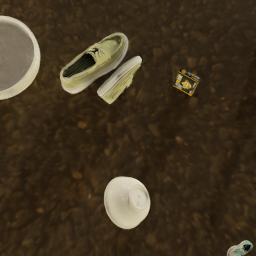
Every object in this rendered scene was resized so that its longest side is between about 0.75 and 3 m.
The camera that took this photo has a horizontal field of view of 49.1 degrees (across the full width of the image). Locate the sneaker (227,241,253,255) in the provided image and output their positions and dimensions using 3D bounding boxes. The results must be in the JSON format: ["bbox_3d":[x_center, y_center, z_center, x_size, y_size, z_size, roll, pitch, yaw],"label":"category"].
[{"bbox_3d":[3.305,3.619,8.281,0.846,0.365,0.328,-32,76,-9],"label":"sneaker"}]

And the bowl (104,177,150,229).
[{"bbox_3d":[0.118,1.982,7.769,1.476,0.663,1.476,23,52,-33],"label":"bowl"}]

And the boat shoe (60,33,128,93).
[{"bbox_3d":[-1.104,-2.352,9.742,1.061,0.914,2.947,42,78,11],"label":"boat shoe"}]

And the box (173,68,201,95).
[{"bbox_3d":[1.977,-1.562,9.501,0.750,0.940,0.232,33,72,9],"label":"box"}]

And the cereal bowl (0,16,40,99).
[{"bbox_3d":[-4.371,-2.242,9.558,2.907,1.210,2.907,0,73,0],"label":"cereal bowl"}]

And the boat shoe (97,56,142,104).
[{"bbox_3d":[-0.208,-1.688,9.753,2.049,0.737,0.635,-46,111,-14],"label":"boat shoe"}]
